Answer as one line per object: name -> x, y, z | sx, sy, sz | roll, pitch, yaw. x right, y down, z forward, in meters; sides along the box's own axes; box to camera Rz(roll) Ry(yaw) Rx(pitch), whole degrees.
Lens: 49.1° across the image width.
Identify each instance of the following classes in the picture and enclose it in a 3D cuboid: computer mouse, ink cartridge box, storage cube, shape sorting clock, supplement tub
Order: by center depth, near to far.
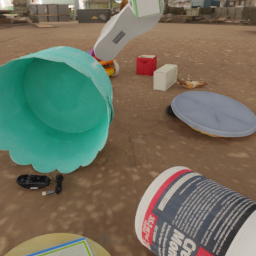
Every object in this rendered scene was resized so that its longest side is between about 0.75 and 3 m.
shape sorting clock -> -0.999, 2.220, 3.759 | 1.885, 0.370, 1.885 | 5, 26, -2
supplement tub -> 1.227, 1.539, 3.961 | 1.416, 1.416, 2.018 | -21, 32, -38
computer mouse -> -1.886, 1.264, 6.007 | 1.003, 0.231, 0.704 | 1, 24, -17
ink cartridge box -> 0.310, -3.364, 6.754 | 0.610, 1.059, 1.451 | -13, 32, 0
storage cube -> 0.984, -3.364, 14.928 | 0.908, 0.954, 1.062 | 8, 27, 17

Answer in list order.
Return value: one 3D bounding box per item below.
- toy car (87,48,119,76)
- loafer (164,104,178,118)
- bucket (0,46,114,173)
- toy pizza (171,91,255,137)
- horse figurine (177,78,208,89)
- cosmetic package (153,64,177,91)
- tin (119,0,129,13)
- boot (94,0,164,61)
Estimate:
toy car -> -1.506, -3.340, 14.282 | 1.702, 1.458, 1.944 | -23, 34, -39
loafer -> 1.816, -0.662, 9.868 | 1.424, 0.520, 0.505 | -14, 3, -30
bucket -> -1.731, -0.544, 6.872 | 2.967, 2.967, 1.930 | 2, 26, 5
toy pizza -> 2.736, -0.419, 9.039 | 2.752, 0.436, 2.752 | 6, 33, -4
horse figurine -> 2.865, -2.040, 12.802 | 1.354, 0.338, 0.897 | -7, 31, -31
cosmetic package -> 1.746, -2.357, 12.918 | 0.605, 0.857, 1.656 | 12, 27, 24
tin -> 0.089, -4.521, 11.005 | 0.866, 1.546, 0.324 | -24, 62, -30
boot -> -0.046, -3.421, 8.922 | 2.847, 1.047, 1.361 | -30, 39, 35
